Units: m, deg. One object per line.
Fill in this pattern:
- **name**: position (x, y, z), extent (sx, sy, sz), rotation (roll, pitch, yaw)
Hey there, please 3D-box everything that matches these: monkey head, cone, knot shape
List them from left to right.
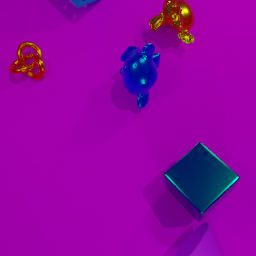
- **knot shape**: position (-2.826, -1.858, 8.107), extent (1.053, 0.520, 1.125), rotation (38, 84, 7)
- **monkey head**: position (0.470, -1.557, 7.593), extent (1.388, 1.929, 1.162), rotation (-17, 46, -22)
- **monkey head**: position (1.294, -3.177, 8.185), extent (1.210, 1.013, 1.681), rotation (-27, 71, 29)
- **cone**: position (1.980, 3.194, 6.630), extent (1.300, 1.296, 1.296), rotation (41, 82, 11)

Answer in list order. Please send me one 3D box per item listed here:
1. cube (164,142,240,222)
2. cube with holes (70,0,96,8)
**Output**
- **cube**: position (1.765, 1.353, 6.907), extent (1.238, 1.238, 1.238), rotation (-40, 63, -10)
- **cube with holes**: position (-1.305, -4.523, 8.017), extent (1.242, 1.242, 1.242), rotation (44, 56, 8)
